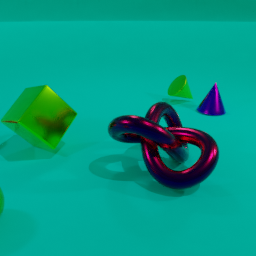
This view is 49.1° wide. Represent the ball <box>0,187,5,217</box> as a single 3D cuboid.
[{"bbox_3d":[-2.225,1.089,3.956,0.884,0.884,0.884,0,23,0],"label":"ball"}]

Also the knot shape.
[{"bbox_3d":[0.786,0.311,5.352,2.085,0.964,1.951,-1,34,-41],"label":"knot shape"}]

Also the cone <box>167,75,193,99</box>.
[{"bbox_3d":[1.979,-1.240,9.715,0.867,0.863,0.863,34,10,-25],"label":"cone"}]

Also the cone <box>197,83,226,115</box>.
[{"bbox_3d":[2.672,-0.978,8.752,0.911,0.914,0.911,3,21,-1],"label":"cone"}]

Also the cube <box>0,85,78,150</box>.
[{"bbox_3d":[-1.956,-0.235,6.210,1.001,1.001,1.001,3,56,46],"label":"cube"}]
